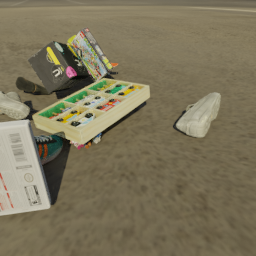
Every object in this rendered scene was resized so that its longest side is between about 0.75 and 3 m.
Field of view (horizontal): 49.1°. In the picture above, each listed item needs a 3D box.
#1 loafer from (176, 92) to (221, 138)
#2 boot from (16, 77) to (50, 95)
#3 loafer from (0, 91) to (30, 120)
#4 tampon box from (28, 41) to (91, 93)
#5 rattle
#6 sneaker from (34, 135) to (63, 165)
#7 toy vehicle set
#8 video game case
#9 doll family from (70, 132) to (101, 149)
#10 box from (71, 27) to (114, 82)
[{"bbox_3d":[1.979,-0.467,7.608,0.771,0.772,2.208,15,30,26],"label":"loafer"},{"bbox_3d":[-3.267,-1.389,9.606,1.114,0.432,0.771,31,12,34],"label":"boot"},{"bbox_3d":[-3.305,-0.713,7.843,1.971,0.689,0.688,15,64,39],"label":"loafer"},{"bbox_3d":[-2.110,-1.913,8.881,1.012,1.201,1.603,-31,5,15],"label":"tampon box"},{"bbox_3d":[-1.524,-2.672,11.133,2.047,1.462,1.333,19,65,-15],"label":"rattle"},{"bbox_3d":[-2.067,0.407,5.939,0.647,0.724,1.811,12,25,26],"label":"sneaker"},{"bbox_3d":[-0.853,-0.583,7.265,1.681,0.359,2.705,15,36,34],"label":"toy vehicle set"},{"bbox_3d":[-2.472,0.743,4.259,2.269,1.625,0.204,-7,30,-5],"label":"video game case"},{"bbox_3d":[-0.979,0.239,6.747,0.813,0.366,0.505,-33,45,-9],"label":"doll family"},{"bbox_3d":[-1.236,-2.495,9.613,0.282,1.624,0.894,-37,5,-39],"label":"box"}]
